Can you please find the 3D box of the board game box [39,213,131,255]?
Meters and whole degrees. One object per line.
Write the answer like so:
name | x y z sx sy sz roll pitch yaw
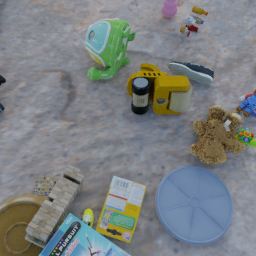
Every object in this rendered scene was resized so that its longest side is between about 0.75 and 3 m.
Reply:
board game box | -1.260 4.140 8.286 2.639 0.619 1.993 29 64 16

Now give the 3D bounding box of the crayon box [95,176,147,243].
crayon box | -0.214 2.784 9.638 1.241 0.509 1.973 16 65 8

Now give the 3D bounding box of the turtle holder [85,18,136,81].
turtle holder | -0.866 -3.447 12.178 1.829 2.576 1.957 17 33 7

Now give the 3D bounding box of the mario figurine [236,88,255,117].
mario figurine | 5.221 -1.095 11.508 1.484 0.787 0.916 -43 96 2

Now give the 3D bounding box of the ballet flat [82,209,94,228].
ballet flat | -1.405 3.296 9.460 0.387 0.389 1.159 6 63 3

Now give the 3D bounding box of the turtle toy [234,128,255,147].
turtle toy | 4.647 0.382 10.877 0.667 0.462 0.915 -30 67 -14

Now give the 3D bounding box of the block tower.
block tower | -2.350 2.531 9.327 0.718 0.769 2.660 24 54 6

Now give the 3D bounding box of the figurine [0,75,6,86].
figurine | -6.767 -1.904 11.522 2.723 1.172 2.657 -42 66 -18

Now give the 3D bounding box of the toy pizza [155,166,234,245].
toy pizza | 2.288 2.633 9.773 2.697 0.427 2.697 1 63 -1

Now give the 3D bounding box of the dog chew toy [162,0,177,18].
dog chew toy | 2.060 -6.031 13.653 0.776 1.247 0.776 -1 63 1

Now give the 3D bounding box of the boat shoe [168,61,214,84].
boat shoe | 2.752 -2.524 12.222 2.017 0.763 0.608 22 66 -2

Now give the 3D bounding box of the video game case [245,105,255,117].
video game case | 5.367 -0.901 11.668 0.789 0.198 0.870 -40 70 -18

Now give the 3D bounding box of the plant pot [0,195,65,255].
plant pot | -3.546 3.652 9.278 2.981 0.410 2.981 0 62 0

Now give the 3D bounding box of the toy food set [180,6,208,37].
toy food set | 3.122 -4.933 13.335 0.776 0.823 1.725 25 64 12

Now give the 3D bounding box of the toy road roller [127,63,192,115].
toy road roller | 1.219 -1.687 11.361 2.529 1.554 1.846 2 52 2

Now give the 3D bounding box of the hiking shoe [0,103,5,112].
hiking shoe | -6.242 -1.207 11.434 2.386 0.887 1.034 34 67 16

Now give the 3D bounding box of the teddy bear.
teddy bear | 3.428 0.288 10.794 2.063 0.950 2.845 15 57 -1

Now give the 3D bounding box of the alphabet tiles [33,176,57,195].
alphabet tiles | -3.024 2.117 10.253 0.828 0.026 0.689 2 63 1
